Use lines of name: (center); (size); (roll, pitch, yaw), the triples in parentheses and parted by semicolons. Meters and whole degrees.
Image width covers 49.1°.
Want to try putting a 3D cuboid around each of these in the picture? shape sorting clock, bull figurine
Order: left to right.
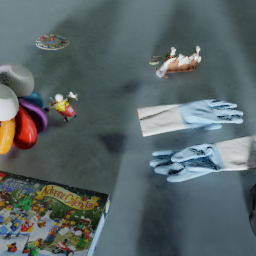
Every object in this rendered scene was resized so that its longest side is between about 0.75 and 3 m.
shape sorting clock: (-3.018, -3.461, 11.199); (1.306, 0.256, 1.306); (0, 40, 0)
bull figurine: (1.649, -2.136, 9.147); (1.637, 0.994, 0.533); (-13, 65, -23)

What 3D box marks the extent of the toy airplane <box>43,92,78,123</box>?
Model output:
toy airplane: (-1.837, -0.643, 7.530); (0.949, 0.673, 0.953); (-1, 41, 0)

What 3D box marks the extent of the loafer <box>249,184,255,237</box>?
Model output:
loafer: (2.501, 1.503, 5.123); (0.488, 0.484, 1.340); (6, 41, 6)

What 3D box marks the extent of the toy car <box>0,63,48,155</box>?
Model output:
toy car: (-2.699, -0.279, 6.542); (1.600, 1.868, 2.134); (31, 37, -17)

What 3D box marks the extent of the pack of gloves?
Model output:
pack of gloves: (1.695, 0.297, 6.743); (2.654, 0.524, 2.230); (-7, 50, -2)

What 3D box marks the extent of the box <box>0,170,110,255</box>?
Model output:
box: (-1.763, 1.708, 4.885); (2.531, 0.477, 1.729); (9, 41, 11)

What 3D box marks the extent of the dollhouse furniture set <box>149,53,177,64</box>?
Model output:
dollhouse furniture set: (1.302, -2.347, 9.964); (0.982, 0.379, 0.491); (0, 43, 30)
